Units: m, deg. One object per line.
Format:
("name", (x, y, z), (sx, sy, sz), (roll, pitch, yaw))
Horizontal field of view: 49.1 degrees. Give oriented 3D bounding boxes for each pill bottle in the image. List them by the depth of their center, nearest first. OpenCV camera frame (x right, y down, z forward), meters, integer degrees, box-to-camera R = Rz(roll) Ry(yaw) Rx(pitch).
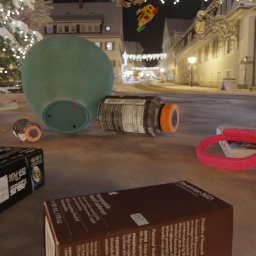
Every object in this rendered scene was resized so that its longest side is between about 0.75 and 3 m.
("pill bottle", (-2.339, 0.069, 6.543), (0.508, 0.508, 0.956), (-6, 10, -33))
("pill bottle", (0.283, -0.307, 7.243), (1.983, 1.053, 1.053), (5, 10, 28))

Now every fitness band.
("fitness band", (1.715, 0.329, 4.664), (1.193, 0.223, 0.857), (4, 36, 48))

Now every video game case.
("video game case", (3.243, 0.354, 5.390), (2.759, 0.317, 2.514), (3, 9, 12))

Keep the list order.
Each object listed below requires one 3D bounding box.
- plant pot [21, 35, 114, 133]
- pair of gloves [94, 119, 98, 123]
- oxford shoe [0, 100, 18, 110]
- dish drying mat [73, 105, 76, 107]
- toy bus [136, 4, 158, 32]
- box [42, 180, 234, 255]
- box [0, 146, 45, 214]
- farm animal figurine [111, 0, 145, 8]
("plant pot", (-1.671, -0.922, 7.767), (2.660, 2.660, 1.791), (-1, 47, -7))
("pair of gloves", (-0.619, -0.345, 10.254), (1.744, 0.216, 1.554), (-8, 13, -26))
("oxford shoe", (-6.658, -1.229, 15.055), (0.648, 0.498, 1.724), (7, 13, 22))
("dish drying mat", (-2.869, -1.118, 15.196), (2.663, 0.242, 1.023), (9, 13, 42))
("toy bus", (0.522, -3.730, 9.298), (0.889, 0.487, 0.942), (-43, 3, 8))
("box", (0.071, 0.777, 2.103), (1.302, 0.488, 0.652), (-2, 8, -24))
("box", (-1.687, 0.578, 3.231), (0.962, 0.506, 1.175), (2, 9, 13))
("farm animal figurine", (-0.133, -2.686, 5.739), (0.728, 0.454, 0.902), (12, 4, -36))
